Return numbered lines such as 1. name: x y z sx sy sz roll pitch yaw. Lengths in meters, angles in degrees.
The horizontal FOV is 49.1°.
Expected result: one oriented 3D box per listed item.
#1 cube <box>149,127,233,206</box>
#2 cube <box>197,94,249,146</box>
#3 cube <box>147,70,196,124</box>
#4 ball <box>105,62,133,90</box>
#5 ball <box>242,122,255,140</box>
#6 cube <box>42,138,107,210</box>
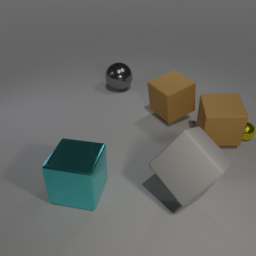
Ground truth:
1. cube: 1.699 0.962 7.486 1.400 1.400 1.400 50 25 17
2. cube: 3.364 -0.301 10.223 1.400 1.400 1.400 0 41 4
3. cube: 1.805 -1.309 11.597 1.400 1.400 1.400 -26 43 -18
4. ball: -0.462 -2.619 14.231 1.400 1.400 1.400 0 33 0
5. ball: 4.480 0.114 10.670 0.700 0.700 0.700 0 33 0
6. cube: -1.467 1.313 8.157 1.400 1.400 1.400 7 34 10
